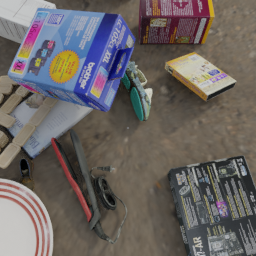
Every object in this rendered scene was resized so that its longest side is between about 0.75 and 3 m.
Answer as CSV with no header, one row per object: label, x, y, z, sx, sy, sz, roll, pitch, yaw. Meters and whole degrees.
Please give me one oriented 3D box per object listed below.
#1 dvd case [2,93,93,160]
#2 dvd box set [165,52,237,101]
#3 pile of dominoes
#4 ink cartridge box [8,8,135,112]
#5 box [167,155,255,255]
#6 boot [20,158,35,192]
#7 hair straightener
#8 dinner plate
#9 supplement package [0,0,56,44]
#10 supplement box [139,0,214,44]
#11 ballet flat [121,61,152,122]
dvd case,-2.139,-0.361,7.305,2.051,0.180,1.464,-42,73,-15
dvd box set,1.886,-1.403,7.389,1.135,0.228,1.551,-26,55,-28
pile of dominoes,-3.120,-0.223,7.200,2.044,0.418,2.623,22,63,19
ink cartridge box,-1.103,-1.572,6.401,2.803,1.070,1.912,16,81,25
box,2.018,1.863,6.200,1.801,0.489,2.249,-11,68,-4
boot,-2.403,1.154,6.517,0.356,0.462,0.952,-7,68,-3
hair straightener,-0.774,1.206,6.369,1.074,0.571,2.792,-27,69,-4
dinner plate,-3.042,2.562,5.994,2.929,0.355,2.929,0,67,1
supplement package,-2.986,-3.081,7.994,1.822,0.998,1.036,23,69,9
supplement box,1.291,-3.050,7.934,1.963,1.083,0.841,0,66,0
ballet flat,0.289,-1.048,7.371,0.690,0.690,1.858,-20,71,-8
